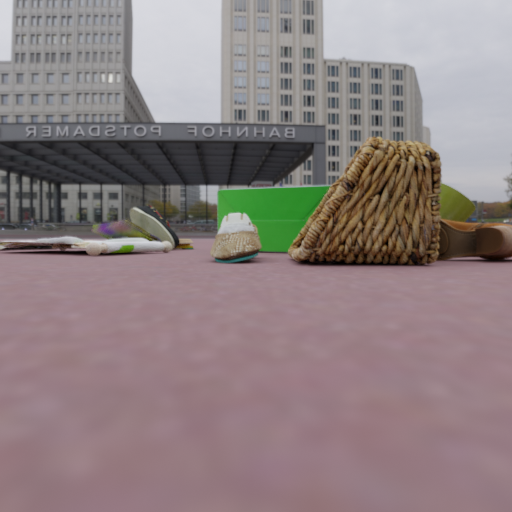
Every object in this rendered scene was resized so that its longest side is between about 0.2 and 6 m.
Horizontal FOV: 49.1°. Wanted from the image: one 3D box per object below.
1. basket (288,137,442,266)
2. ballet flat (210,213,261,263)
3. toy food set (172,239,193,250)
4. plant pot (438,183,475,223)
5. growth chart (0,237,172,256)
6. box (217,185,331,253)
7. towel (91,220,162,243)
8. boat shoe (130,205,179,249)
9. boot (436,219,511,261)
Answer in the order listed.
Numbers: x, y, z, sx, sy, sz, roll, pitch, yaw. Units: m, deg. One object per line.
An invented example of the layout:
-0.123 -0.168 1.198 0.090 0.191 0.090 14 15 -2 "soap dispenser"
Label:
1.474 -0.824 8.400 1.926 1.845 2.585 1 2 2 "basket"
-0.334 -0.313 9.003 0.824 0.763 2.336 -6 2 -2 "ballet flat"
-2.319 -0.314 15.378 1.189 0.289 1.177 -1 2 -24 "toy food set"
3.851 -0.755 12.152 1.232 1.316 1.232 32 -2 1 "plant pot"
-3.949 -0.242 12.590 4.089 0.363 2.959 1 2 32 "growth chart"
1.138 -0.901 13.401 3.164 1.530 2.792 3 4 36 "box"
-3.171 -0.511 13.712 1.211 0.192 1.686 30 -23 -36 "towel"
-2.563 -0.787 14.673 0.622 0.726 1.985 -19 39 -35 "boat shoe"
3.511 -0.279 9.144 1.463 0.723 1.885 1 -3 -42 "boot"
